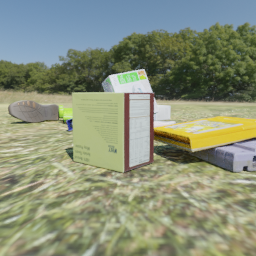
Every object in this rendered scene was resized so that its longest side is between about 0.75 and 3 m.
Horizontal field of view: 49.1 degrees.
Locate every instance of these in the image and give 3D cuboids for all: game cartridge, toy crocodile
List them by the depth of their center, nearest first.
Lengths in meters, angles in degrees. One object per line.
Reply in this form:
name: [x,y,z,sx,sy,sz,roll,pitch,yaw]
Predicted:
game cartridge: [2.661,0.408,5.532,2.509,0.482,1.626,-2,11,-16]
game cartridge: [1.651,0.041,5.762,1.903,0.309,1.678,-12,10,-19]
toy crocodile: [-2.832,-0.615,13.368,0.891,0.815,2.641,-1,11,-15]

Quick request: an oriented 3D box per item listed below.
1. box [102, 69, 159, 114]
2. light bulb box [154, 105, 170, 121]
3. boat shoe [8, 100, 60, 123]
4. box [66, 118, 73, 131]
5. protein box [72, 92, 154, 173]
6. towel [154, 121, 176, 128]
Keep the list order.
box: [0.082,-1.249,11.524,1.706,1.933,0.935,-15,-7,-29]
light bulb box: [1.393,-0.817,14.691,1.199,0.748,1.189,-6,9,-37]
boat shoe: [-4.483,-0.684,13.281,1.028,1.044,2.804,-7,-7,33]
box: [-1.188,-0.282,10.021,1.231,0.429,2.068,-19,-5,37]
protein box: [-0.275,0.002,5.107,1.279,1.288,0.869,5,8,39]
towel: [0.460,-0.081,9.998,1.920,0.309,1.834,3,6,44]
